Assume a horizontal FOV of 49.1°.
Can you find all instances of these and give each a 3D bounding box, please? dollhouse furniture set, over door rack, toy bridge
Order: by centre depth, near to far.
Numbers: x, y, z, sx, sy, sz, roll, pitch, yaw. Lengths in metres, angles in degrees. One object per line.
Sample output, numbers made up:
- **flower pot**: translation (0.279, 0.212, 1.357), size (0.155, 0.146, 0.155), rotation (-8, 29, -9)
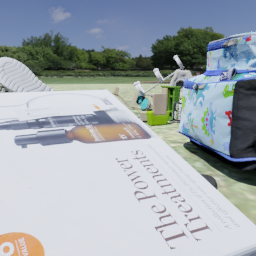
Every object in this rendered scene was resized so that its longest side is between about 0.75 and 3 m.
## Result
- **dollhouse furniture set**: translation (0.263, -0.662, 8.042), size (2.725, 1.052, 1.362), rotation (-5, 11, -27)
- **toy bridge**: translation (0.255, -1.106, 11.312), size (1.883, 0.633, 0.256), rotation (18, 11, -2)
- **over door rack**: translation (1.495, -2.059, 11.968), size (2.050, 0.924, 2.774), rotation (-32, -14, 15)

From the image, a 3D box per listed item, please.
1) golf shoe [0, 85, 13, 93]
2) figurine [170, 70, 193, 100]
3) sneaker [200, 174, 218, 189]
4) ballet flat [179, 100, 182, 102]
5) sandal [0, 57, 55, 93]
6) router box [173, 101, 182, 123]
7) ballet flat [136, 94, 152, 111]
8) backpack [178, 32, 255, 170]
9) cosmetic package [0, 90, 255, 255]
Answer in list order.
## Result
- **golf shoe**: translation (-4.558, -1.071, 11.257), size (2.577, 0.995, 1.135), rotation (10, -7, 38)
- **figurine**: translation (2.877, -1.432, 11.598), size (2.760, 1.188, 2.693), rotation (9, -1, 8)
- **sneaker**: translation (0.341, 0.501, 3.111), size (1.374, 0.608, 0.509), rotation (0, 9, -6)
- **ballet flat**: translation (1.862, -0.757, 10.418), size (0.522, 0.565, 1.676), rotation (-41, 29, -30)
- **sandal**: translation (-3.485, -1.323, 9.641), size (2.784, 0.684, 1.133), rotation (38, 50, -1)
- **router box**: translation (2.488, -0.503, 8.374), size (1.480, 0.613, 1.975), rotation (9, 14, 40)
- **ballet flat**: translation (0.695, -0.979, 11.151), size (0.510, 0.510, 1.419), rotation (-3, 25, -15)
- **backpack**: translation (2.187, -0.475, 4.615), size (2.453, 1.970, 2.680), rotation (1, 6, -13)
- **cosmetic package**: translation (-0.563, 0.375, 2.098), size (1.783, 0.611, 2.364), rotation (-8, 30, -25)
